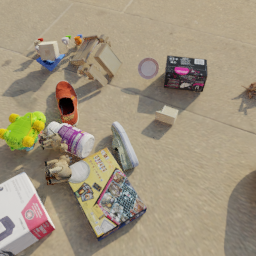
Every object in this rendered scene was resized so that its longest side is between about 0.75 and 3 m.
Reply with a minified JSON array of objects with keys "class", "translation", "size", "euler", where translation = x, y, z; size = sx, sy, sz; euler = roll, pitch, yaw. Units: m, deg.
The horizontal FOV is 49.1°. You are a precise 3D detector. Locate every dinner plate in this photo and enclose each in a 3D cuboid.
[{"class":"dinner plate","translation":[0.947,-2.755,12.959],"size":[1.002,0.121,1.002],"euler":[1,95,14]}]

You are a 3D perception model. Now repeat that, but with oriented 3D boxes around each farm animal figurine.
[{"class":"farm animal figurine","translation":[-2.522,0.937,10.023],"size":[1.029,1.652,2.046],"euler":[-10,81,-21]}]

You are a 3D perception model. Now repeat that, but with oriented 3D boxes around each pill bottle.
[{"class":"pill bottle","translation":[-2.283,0.408,10.873],"size":[1.777,0.998,0.998],"euler":[23,58,15]}]

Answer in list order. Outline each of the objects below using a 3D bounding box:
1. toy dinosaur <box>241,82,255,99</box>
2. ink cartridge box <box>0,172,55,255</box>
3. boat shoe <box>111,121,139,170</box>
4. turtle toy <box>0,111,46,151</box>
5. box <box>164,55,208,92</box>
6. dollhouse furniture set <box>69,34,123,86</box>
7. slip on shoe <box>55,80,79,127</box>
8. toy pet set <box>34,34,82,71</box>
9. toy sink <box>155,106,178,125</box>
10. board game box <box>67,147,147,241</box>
[{"class":"toy dinosaur","translation":[6.017,-1.928,12.752],"size":[1.687,0.724,1.143],"euler":[-1,43,19]},{"class":"ink cartridge box","translation":[-4.071,3.036,8.925],"size":[2.739,1.155,1.983],"euler":[-29,60,-19]},{"class":"boat shoe","translation":[-0.278,0.654,10.874],"size":[0.646,0.750,2.084],"euler":[-21,60,-12]},{"class":"turtle toy","translation":[-3.987,0.089,11.065],"size":[1.500,1.040,2.058],"euler":[16,56,13]},{"class":"box","translation":[2.618,-2.498,12.888],"size":[1.832,1.051,1.210],"euler":[7,54,4]},{"class":"dollhouse furniture set","translation":[-1.855,-3.190,13.831],"size":[2.845,1.389,2.426],"euler":[9,64,43]},{"class":"slip on shoe","translation":[-2.662,-1.190,12.130],"size":[0.960,0.793,2.590],"euler":[-12,54,-6]},{"class":"toy pet set","translation":[-3.479,-3.724,13.862],"size":[2.349,1.247,2.193],"euler":[-4,27,4]},{"class":"toy sink","translation":[1.634,-0.574,11.828],"size":[0.851,0.555,0.477],"euler":[19,59,15]},{"class":"board game box","translation":[-0.879,2.219,9.911],"size":[1.893,0.484,2.795],"euler":[-26,58,-17]}]
